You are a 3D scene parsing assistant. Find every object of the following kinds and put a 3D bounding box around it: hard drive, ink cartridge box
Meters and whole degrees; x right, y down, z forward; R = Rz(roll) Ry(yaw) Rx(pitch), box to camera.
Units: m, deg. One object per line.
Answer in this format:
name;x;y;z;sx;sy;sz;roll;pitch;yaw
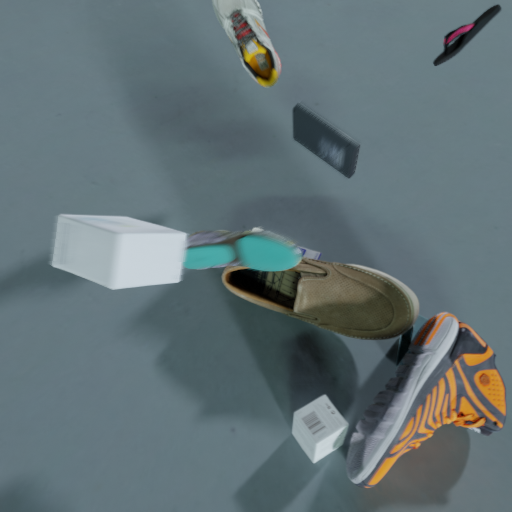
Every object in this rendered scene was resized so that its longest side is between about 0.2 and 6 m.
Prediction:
hard drive;1.298;-2.181;10.658;1.454;1.015;0.239;39;76;18
ink cartridge box;0.423;0.058;10.923;1.571;0.308;0.781;19;51;17

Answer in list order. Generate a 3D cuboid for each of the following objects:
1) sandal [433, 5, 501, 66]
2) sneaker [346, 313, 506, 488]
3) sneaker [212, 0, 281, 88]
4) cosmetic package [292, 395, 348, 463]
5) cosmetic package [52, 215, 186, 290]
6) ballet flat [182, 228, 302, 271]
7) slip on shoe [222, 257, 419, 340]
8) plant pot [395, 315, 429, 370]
sandal;3.925;-4.251;10.659;1.565;0.353;0.588;-44;19;8
sneaker;2.684;2.427;8.298;1.646;1.140;2.938;38;81;-4
sneaker;-0.112;-4.419;11.259;0.868;2.229;0.916;-28;28;15
cosmetic package;0.947;2.606;8.432;0.590;0.715;0.589;-25;54;-20
cosmetic package;-1.698;-0.083;7.016;1.134;0.697;1.131;17;11;32
ballet flat;-0.216;-0.161;8.134;1.854;0.667;0.667;-1;48;18
slip on shoe;0.988;0.628;9.525;3.384;1.287;1.025;21;21;24
plant pot;2.858;1.551;9.379;0.763;0.749;0.747;18;51;4
